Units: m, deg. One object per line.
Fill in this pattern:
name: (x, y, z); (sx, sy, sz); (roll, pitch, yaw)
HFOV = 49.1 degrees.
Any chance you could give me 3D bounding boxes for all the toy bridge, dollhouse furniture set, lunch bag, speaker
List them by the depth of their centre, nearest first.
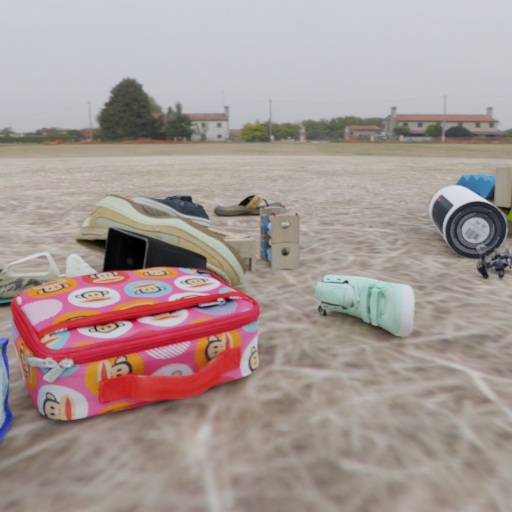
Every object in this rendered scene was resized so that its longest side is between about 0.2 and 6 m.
lunch bag: (-2.718, 1.220, 4.230); (1.361, 1.020, 1.601); (-3, 4, -11)
lunch bag: (-1.219, 0.887, 5.948); (2.428, 0.995, 2.139); (-9, 20, -31)
dollhouse furniture set: (-0.041, -0.346, 10.796); (1.529, 1.071, 1.078); (-3, 13, -12)
toy bridge: (-1.800, -0.401, 12.272); (3.817, 0.519, 1.283); (7, 12, 27)
speaker: (4.678, -0.839, 12.623); (1.227, 1.227, 3.021); (2, 14, 11)

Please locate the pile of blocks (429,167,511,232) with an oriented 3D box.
pile of blocks: (6.258, -1.401, 13.940); (1.301, 1.719, 4.187); (-6, 14, -25)

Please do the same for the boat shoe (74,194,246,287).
boat shoe: (-1.764, 0.016, 9.663); (3.366, 1.206, 1.282); (19, 55, 32)

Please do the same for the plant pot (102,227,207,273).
plant pot: (-1.410, 0.333, 7.901); (1.104, 1.244, 1.241); (5, 7, -38)

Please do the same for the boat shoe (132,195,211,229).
boat shoe: (-2.029, -1.060, 13.183); (2.263, 0.704, 0.844); (12, -30, -44)

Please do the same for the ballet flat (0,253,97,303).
ballet flat: (-3.073, 0.335, 8.469); (2.046, 0.770, 0.694); (0, 1, -1)

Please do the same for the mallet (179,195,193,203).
mallet: (-2.516, -1.307, 15.320); (0.568, 0.910, 2.762); (-9, 16, -35)

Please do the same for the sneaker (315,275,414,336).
sneaker: (1.363, 0.639, 7.416); (1.079, 0.673, 1.829); (4, 3, -6)

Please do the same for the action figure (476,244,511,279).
action figure: (4.387, 0.062, 10.239); (0.658, 0.565, 1.107); (-5, 11, 31)

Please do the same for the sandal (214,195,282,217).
sandal: (-0.227, -1.560, 17.057); (2.184, 0.596, 0.892); (-4, 14, -15)
